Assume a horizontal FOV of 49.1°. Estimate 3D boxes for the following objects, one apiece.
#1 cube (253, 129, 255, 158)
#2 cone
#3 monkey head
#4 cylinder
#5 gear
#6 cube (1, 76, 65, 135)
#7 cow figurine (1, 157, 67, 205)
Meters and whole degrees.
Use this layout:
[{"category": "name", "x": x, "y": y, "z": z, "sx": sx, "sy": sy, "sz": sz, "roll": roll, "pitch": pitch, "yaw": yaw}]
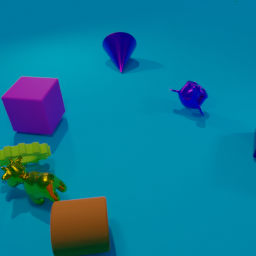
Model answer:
[{"category": "cube", "x": 4.248, "y": 0.107, "z": 7.493, "sx": 1.320, "sy": 1.320, "sz": 1.320, "roll": 16, "pitch": 40, "yaw": 16}, {"category": "cone", "x": -0.327, "y": -2.971, "z": 11.910, "sx": 1.513, "sy": 1.513, "sz": 1.518, "roll": -2, "pitch": 63, "yaw": -3}, {"category": "monkey head", "x": 2.069, "y": -1.031, "z": 9.066, "sx": 1.412, "sy": 0.851, "sz": 1.016, "roll": 39, "pitch": 16, "yaw": 6}, {"category": "cylinder", "x": -0.896, "y": 1.903, "z": 5.427, "sx": 1.027, "sy": 1.027, "sz": 1.027, "roll": -5, "pitch": 38, "yaw": -6}, {"category": "gear", "x": -2.598, "y": 0.670, "z": 6.898, "sx": 1.316, "sy": 1.316, "sz": 0.243, "roll": -10, "pitch": 75, "yaw": -13}, {"category": "cube", "x": -2.774, "y": -0.692, "z": 8.439, "sx": 1.242, "sy": 1.242, "sz": 1.242, "roll": 5, "pitch": 40, "yaw": 10}, {"category": "cow figurine", "x": -2.130, "y": 1.159, "z": 6.251, "sx": 1.256, "sy": 1.236, "sz": 0.689, "roll": -14, "pitch": 33, "yaw": 36}]
